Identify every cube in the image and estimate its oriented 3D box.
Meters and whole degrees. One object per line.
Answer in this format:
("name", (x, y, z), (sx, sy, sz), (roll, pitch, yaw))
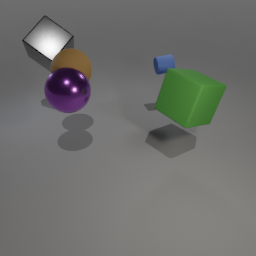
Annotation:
("cube", (-3.149, -3.299, 11.309), (1.400, 1.400, 1.400), (35, 76, -3))
("cube", (1.958, -0.980, 8.907), (1.400, 1.400, 1.400), (-8, 35, -43))

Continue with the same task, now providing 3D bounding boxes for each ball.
("ball", (-1.943, -2.015, 9.650), (1.400, 1.400, 1.400), (0, 31, 0))
("ball", (-1.842, -1.154, 8.595), (1.400, 1.400, 1.400), (0, 31, 0))

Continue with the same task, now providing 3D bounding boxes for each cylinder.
("cylinder", (1.462, -2.564, 11.328), (0.700, 0.700, 0.700), (-12, 32, -8))
